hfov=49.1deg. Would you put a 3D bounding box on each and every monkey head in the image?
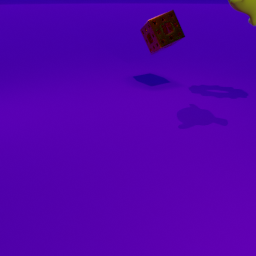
[{"bbox_3d":[2.596,-2.680,5.195,1.373,1.150,1.908,-6,47,49],"label":"monkey head"}]

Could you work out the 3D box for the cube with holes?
[{"bbox_3d":[1.223,-3.417,10.096,1.021,1.021,1.021,-27,7,-12],"label":"cube with holes"}]
